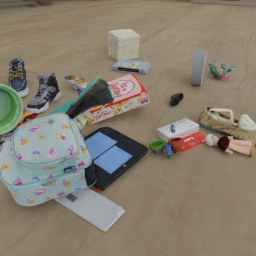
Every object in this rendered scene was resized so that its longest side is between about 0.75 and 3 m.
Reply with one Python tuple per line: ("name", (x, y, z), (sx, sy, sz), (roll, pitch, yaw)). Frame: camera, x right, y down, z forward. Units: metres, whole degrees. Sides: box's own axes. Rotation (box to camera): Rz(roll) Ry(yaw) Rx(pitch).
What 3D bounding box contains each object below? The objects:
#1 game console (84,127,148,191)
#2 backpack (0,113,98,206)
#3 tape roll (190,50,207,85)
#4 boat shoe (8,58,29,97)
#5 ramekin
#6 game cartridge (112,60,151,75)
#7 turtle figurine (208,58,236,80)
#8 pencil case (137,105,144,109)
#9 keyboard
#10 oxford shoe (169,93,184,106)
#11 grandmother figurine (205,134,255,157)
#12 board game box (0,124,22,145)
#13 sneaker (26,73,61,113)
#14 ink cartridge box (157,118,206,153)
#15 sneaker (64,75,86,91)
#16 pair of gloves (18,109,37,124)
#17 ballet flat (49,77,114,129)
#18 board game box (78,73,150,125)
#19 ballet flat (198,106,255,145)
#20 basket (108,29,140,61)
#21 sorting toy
("game console", (-0.710, 0.748, 7.928), (1.820, 0.319, 2.058), (23, 43, 34))
("backpack", (-1.982, 0.745, 6.655), (2.092, 1.604, 1.839), (-23, 50, -9))
("tape roll", (3.140, -2.670, 12.463), (0.494, 1.495, 1.495), (9, 33, 14))
("boat shoe", (-4.822, -2.200, 12.096), (0.841, 1.079, 2.376), (-9, 33, -15))
("ramekin", (-4.059, -0.631, 8.430), (1.570, 1.570, 0.767), (-23, 32, -32))
("game cartridge", (0.198, -3.164, 14.404), (1.797, 0.373, 1.197), (10, 37, 16))
("turtle figurine", (4.357, -2.811, 13.340), (1.267, 0.852, 1.692), (20, 19, 5))
("pencil case", (0.440, -1.235, 11.088), (0.535, 0.512, 1.237), (-14, 28, 17))
("keyboard", (-1.294, 1.643, 6.797), (2.554, 0.136, 0.719), (21, 44, 31))
("oxford shoe", (1.838, -1.114, 11.120), (0.404, 0.348, 0.958), (3, 25, 36))
("grandmother figurine", (3.036, 0.469, 8.430), (1.394, 0.422, 0.845), (13, 25, 15))
("board game box", (-2.896, 0.207, 8.982), (1.962, 0.317, 1.178), (0, 27, 1))
("sneaker", (-3.311, -1.417, 10.747), (0.768, 1.158, 2.034), (9, 33, 14))
("ink cartridge box", (1.787, 0.198, 8.959), (1.320, 0.295, 1.163), (-20, 36, -28))
("sneaker", (-2.302, -1.924, 12.153), (1.254, 0.553, 0.472), (27, 46, 34))
("pair of gloves", (-4.711, -0.182, 9.243), (2.447, 0.340, 2.746), (15, 39, 28))
("ballet flat", (-1.487, -0.491, 8.482), (2.754, 0.942, 0.936), (-27, 23, 38))
("board game box", (-0.574, -1.125, 10.364), (2.328, 0.539, 1.763), (-21, 35, -6))
("ballet flat", (3.410, -0.147, 9.045), (2.363, 0.771, 0.833), (20, 33, 28))
("basket", (-0.204, -4.647, 15.762), (1.480, 1.466, 1.190), (-16, 39, -25))
("sorting toy", (1.167, 0.619, 8.239), (1.055, 0.433, 0.634), (-13, 18, 6))
